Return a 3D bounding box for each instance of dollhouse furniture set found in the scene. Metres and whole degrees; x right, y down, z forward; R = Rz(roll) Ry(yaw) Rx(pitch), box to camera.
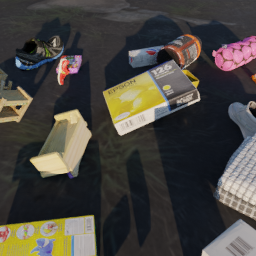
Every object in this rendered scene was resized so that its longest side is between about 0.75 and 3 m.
[{"bbox_3d":[-4.248,-0.944,8.195,1.732,1.089,1.958,41,19,12],"label":"dollhouse furniture set"}]

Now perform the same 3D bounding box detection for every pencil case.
[{"bbox_3d":[4.870,-3.359,12.302,2.405,1.092,1.127,-24,42,-31],"label":"pencil case"}]

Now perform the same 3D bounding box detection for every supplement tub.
[{"bbox_3d":[2.294,-3.220,11.941,1.242,1.242,2.323,25,44,28],"label":"supplement tub"}]

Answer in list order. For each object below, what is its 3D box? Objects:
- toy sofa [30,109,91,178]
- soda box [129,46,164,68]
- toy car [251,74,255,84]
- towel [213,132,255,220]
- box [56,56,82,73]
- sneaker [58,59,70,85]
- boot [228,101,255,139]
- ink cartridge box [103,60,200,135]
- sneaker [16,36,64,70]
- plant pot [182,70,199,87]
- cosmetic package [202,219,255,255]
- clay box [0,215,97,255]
[{"bbox_3d":[-1.756,0.468,7.692,0.822,0.968,1.984,-14,36,19],"label":"toy sofa"},{"bbox_3d":[0.924,-3.165,12.392,1.741,0.594,0.552,-14,40,-18],"label":"soda box"},{"bbox_3d":[5.491,-1.963,11.040,1.116,0.371,0.547,6,39,9],"label":"toy car"},{"bbox_3d":[3.418,1.179,6.537,2.012,1.040,2.430,25,46,31],"label":"towel"},{"bbox_3d":[-2.541,-2.776,12.163,0.881,0.252,1.288,0,38,0],"label":"box"},{"bbox_3d":[-2.436,-2.116,10.701,0.440,1.035,0.399,8,30,-11],"label":"sneaker"},{"bbox_3d":[3.729,-0.453,8.640,0.724,0.941,1.968,-3,38,-4],"label":"boot"},{"bbox_3d":[0.559,-1.280,9.338,2.697,0.641,2.729,-25,44,2],"label":"ink cartridge box"},{"bbox_3d":[-3.839,-3.527,12.409,0.970,1.134,2.736,21,43,22],"label":"sneaker"},{"bbox_3d":[1.885,-1.484,10.078,0.901,0.795,0.901,-12,41,-16],"label":"plant pot"},{"bbox_3d":[1.639,2.369,4.407,0.905,1.682,0.714,-27,40,-25],"label":"cosmetic package"},{"bbox_3d":[-1.737,2.451,5.248,2.299,0.547,1.321,-5,38,-6],"label":"clay box"}]
